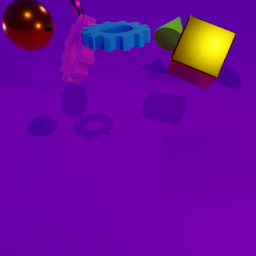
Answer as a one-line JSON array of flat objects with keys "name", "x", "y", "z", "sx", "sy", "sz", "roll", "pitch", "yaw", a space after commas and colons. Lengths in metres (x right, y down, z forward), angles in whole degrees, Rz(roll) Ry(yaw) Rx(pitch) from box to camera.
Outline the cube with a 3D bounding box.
[{"name": "cube", "x": 1.792, "y": -1.851, "z": 7.096, "sx": 1.208, "sy": 1.208, "sz": 1.208, "roll": 24, "pitch": 87, "yaw": 5}]

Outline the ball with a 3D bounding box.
[{"name": "ball", "x": -1.758, "y": -1.820, "z": 4.976, "sx": 0.898, "sy": 0.898, "sz": 0.898, "roll": 0, "pitch": 40, "yaw": 0}]

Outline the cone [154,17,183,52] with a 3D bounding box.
[{"name": "cone", "x": 1.662, "y": -3.568, "z": 10.031, "sx": 1.154, "sy": 1.154, "sz": 1.159, "roll": 16, "pitch": 67, "yaw": 19}]

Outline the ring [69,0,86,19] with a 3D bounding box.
[{"name": "ring", "x": -1.649, "y": -3.854, "z": 9.509, "sx": 0.358, "sy": 1.790, "sz": 1.790, "roll": -20, "pitch": 42, "yaw": -2}]

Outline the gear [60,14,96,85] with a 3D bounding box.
[{"name": "gear", "x": -1.345, "y": -2.089, "z": 7.570, "sx": 0.334, "sy": 1.808, "sz": 1.808, "roll": 12, "pitch": 32, "yaw": -31}]

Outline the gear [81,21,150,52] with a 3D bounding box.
[{"name": "gear", "x": -0.227, "y": -1.739, "z": 5.239, "sx": 1.250, "sy": 0.231, "sz": 1.250, "roll": -1, "pitch": 33, "yaw": 1}]
